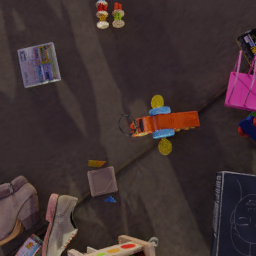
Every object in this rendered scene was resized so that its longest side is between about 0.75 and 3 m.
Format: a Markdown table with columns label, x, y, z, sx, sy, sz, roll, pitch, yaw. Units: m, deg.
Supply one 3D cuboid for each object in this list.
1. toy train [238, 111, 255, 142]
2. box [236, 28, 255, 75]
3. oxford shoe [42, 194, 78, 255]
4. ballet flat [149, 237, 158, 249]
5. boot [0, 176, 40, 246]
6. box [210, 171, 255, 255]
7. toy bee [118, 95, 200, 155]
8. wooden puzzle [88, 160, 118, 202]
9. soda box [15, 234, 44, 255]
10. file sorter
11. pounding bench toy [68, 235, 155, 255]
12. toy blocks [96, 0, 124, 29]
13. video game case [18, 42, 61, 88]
| label | x | y | z | sx | sy | sz | roll | pitch | yaw |
| --- | --- | --- | --- | --- | --- | --- | --- | --- | --- |
| toy train | 4.958 | 0.280 | 9.001 | 2.528 | 1.070 | 1.463 | 45 | 71 | 6 |
| box | 4.714 | -2.703 | 9.659 | 1.293 | 0.400 | 1.620 | -26 | 83 | -2 |
| oxford shoe | -2.054 | 3.360 | 8.575 | 0.951 | 0.912 | 2.576 | 5 | 84 | -6 |
| ballet flat | 0.569 | 3.862 | 8.775 | 0.346 | 0.327 | 1.027 | 41 | 84 | 5 |
| boot | -3.818 | 2.631 | 8.804 | 2.248 | 0.789 | 1.643 | -30 | 76 | -3 |
| box | 3.898 | 2.755 | 8.020 | 2.742 | 1.699 | 2.695 | 6 | 81 | 13 |
| toy bee | 0.776 | -0.188 | 8.951 | 2.797 | 1.520 | 1.831 | 18 | 72 | -22 |
| wooden puzzle | -0.833 | 1.732 | 9.168 | 0.957 | 0.166 | 1.419 | -6 | 82 | 4 |
| soda box | -3.249 | 4.011 | 8.703 | 0.459 | 0.427 | 1.343 | 37 | 85 | 4 |
| file sorter | 4.267 | -1.404 | 8.597 | 2.086 | 1.308 | 1.450 | 13 | 60 | 14 |
| pounding bench toy | -0.574 | 4.201 | 8.155 | 2.101 | 2.694 | 1.674 | -3 | 82 | -33 |
| toy blocks | -0.627 | -4.116 | 9.763 | 0.968 | 0.422 | 1.162 | -4 | 79 | 1 |
| video game case | -3.079 | -2.185 | 9.706 | 1.255 | 0.152 | 1.378 | -13 | 82 | -2 |
